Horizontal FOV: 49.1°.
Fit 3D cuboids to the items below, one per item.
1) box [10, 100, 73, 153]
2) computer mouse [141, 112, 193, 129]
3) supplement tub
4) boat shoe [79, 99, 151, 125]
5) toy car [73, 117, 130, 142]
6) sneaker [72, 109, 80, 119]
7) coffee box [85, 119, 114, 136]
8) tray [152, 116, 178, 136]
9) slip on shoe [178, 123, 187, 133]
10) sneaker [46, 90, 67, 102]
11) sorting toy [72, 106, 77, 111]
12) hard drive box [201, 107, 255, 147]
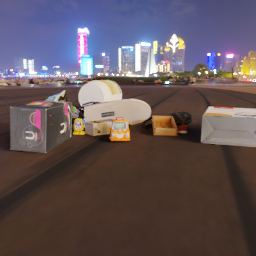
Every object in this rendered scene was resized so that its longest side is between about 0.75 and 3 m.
[{"bbox_3d":[-2.270,-0.116,7.602,0.979,1.128,1.846,5,12,8],"label":"box"},{"bbox_3d":[1.478,-0.204,10.491,2.220,0.378,0.651,-10,43,-23],"label":"computer mouse"},{"bbox_3d":[-1.407,-1.641,14.447,1.635,1.635,2.265,4,10,19],"label":"supplement tub"},{"bbox_3d":[-0.575,-0.726,11.081,2.784,1.040,1.291,-3,18,-12],"label":"boat shoe"},{"bbox_3d":[-0.867,-0.019,8.345,2.082,0.693,1.021,4,11,15],"label":"toy car"},{"bbox_3d":[-2.191,-0.566,12.130,0.610,0.502,1.327,-11,6,-15],"label":"sneaker"},{"bbox_3d":[-0.830,-0.030,9.202,1.017,0.406,0.575,-8,13,-36],"label":"coffee box"},{"bbox_3d":[1.206,-0.091,9.436,0.735,0.276,1.490,2,18,2],"label":"tray"},{"bbox_3d":[1.835,0.017,9.382,0.307,0.253,0.828,4,13,12],"label":"slip on shoe"},{"bbox_3d":[-4.142,-1.572,15.917,1.174,1.023,2.610,-3,10,2],"label":"sneaker"},{"bbox_3d":[-3.494,-0.720,12.997,2.496,0.367,1.845,-8,8,-22],"label":"sorting toy"},{"bbox_3d":[3.149,-0.098,8.424,1.671,0.824,2.144,4,11,18],"label":"hard drive box"}]
